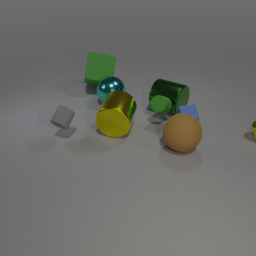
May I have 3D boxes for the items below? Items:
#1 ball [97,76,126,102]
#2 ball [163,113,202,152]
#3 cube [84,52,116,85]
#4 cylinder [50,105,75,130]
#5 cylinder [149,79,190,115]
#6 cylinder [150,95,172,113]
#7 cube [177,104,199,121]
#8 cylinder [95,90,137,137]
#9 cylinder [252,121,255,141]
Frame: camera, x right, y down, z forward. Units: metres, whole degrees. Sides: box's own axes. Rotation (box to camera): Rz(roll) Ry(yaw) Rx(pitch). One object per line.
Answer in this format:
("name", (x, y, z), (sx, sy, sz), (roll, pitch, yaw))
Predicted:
("ball", (-0.802, -1.792, 13.472), (1.400, 1.400, 1.400), (0, 30, 0))
("ball", (1.961, 0.165, 10.102), (1.400, 1.400, 1.400), (0, 30, 0))
("cube", (-1.485, -3.014, 14.643), (1.400, 1.400, 1.400), (9, -1, -10))
("cylinder", (-2.480, -0.400, 10.648), (0.700, 0.700, 0.700), (15, 72, 24))
("cylinder", (1.882, -1.420, 12.779), (1.400, 1.400, 1.400), (21, 36, 30))
("cylinder", (1.374, -0.970, 11.605), (0.700, 0.700, 0.700), (18, 8, 28))
("cube", (2.470, -0.466, 11.562), (0.700, 0.700, 0.700), (-7, 58, -2))
("cylinder", (-0.452, -0.577, 11.238), (1.400, 1.400, 1.400), (6, 37, 10))
("cylinder", (5.113, 0.121, 10.597), (0.700, 0.700, 0.700), (-20, 24, 9))
